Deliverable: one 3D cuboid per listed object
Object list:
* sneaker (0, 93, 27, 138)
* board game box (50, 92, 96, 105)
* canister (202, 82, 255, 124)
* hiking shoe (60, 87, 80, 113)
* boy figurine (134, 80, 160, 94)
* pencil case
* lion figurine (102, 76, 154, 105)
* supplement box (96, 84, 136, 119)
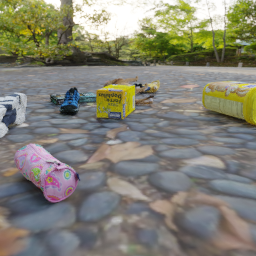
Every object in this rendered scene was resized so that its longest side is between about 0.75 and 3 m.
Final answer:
[{"bbox_3d":[-4.221,-0.509,8.414,1.734,1.064,2.665,8,25,-2],"label":"sneaker"},{"bbox_3d":[-2.495,-1.408,13.267,2.101,0.296,1.421,-7,17,-25],"label":"board game box"},{"bbox_3d":[4.285,-1.008,10.081,2.115,1.233,2.848,-5,15,-18],"label":"canister"},{"bbox_3d":[-2.299,-1.097,11.017,0.734,0.856,1.974,-1,15,-7],"label":"hiking shoe"},{"bbox_3d":[1.252,-2.380,16.250,1.243,0.644,1.999,11,21,44],"label":"boy figurine"},{"bbox_3d":[-1.436,0.711,4.822,0.648,0.648,1.483,-11,18,-36],"label":"pencil case"},{"bbox_3d":[-0.079,-1.656,12.867,1.758,1.040,2.870,-14,23,-15],"label":"lion figurine"},{"bbox_3d":[-0.402,-1.036,10.500,1.005,1.012,1.847,4,16,14],"label":"supplement box"}]
